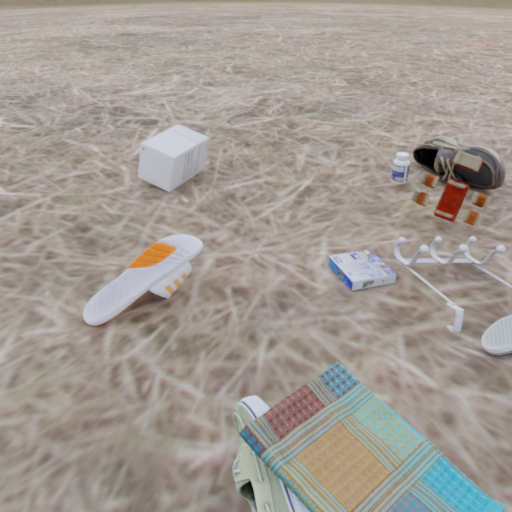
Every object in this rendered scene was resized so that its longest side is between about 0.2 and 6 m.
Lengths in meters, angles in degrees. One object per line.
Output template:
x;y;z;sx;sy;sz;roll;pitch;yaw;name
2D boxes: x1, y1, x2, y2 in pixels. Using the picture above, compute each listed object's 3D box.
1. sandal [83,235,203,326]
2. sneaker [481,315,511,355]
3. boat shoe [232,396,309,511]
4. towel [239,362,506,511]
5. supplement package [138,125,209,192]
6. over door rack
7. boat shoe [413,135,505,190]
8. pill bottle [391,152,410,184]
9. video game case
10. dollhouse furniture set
-1.690;0.447;8.676;2.107;0.604;0.807;-39;42;-18;sandal
3.812;1.038;7.679;1.463;0.581;0.574;-30;29;-2;sneaker
0.077;2.170;5.568;0.588;0.683;1.897;-11;35;-17;boat shoe
1.139;2.088;5.373;2.236;0.243;1.640;40;40;26;towel
-1.874;-2.241;12.732;0.903;0.892;1.489;26;37;14;supplement package
3.230;0.269;8.567;1.501;0.677;2.032;-1;33;-15;over door rack
4.464;-1.994;12.594;0.963;0.979;2.627;-18;25;-11;boat shoe
3.278;-1.991;12.685;0.366;0.660;0.366;0;30;0;pill bottle
1.753;0.226;9.343;0.800;0.200;0.882;-10;32;-17;video game case
3.840;-1.310;10.707;1.319;1.305;0.680;25;10;20;dollhouse furniture set
